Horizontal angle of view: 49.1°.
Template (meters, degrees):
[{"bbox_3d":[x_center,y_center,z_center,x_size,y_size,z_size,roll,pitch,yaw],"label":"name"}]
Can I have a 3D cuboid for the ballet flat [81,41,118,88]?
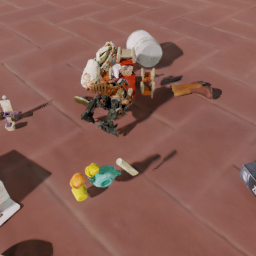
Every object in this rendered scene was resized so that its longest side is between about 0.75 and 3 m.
[{"bbox_3d":[-1.391,-3.011,12.886,1.002,0.847,2.650,20,62,24],"label":"ballet flat"}]

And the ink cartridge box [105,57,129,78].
[{"bbox_3d":[-0.544,-3.001,13.598,0.921,0.534,1.248,-30,51,-28],"label":"ink cartridge box"}]

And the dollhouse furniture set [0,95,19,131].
[{"bbox_3d":[-5.037,-0.571,10.475,1.476,1.048,1.170,-6,42,-7],"label":"dollhouse furniture set"}]

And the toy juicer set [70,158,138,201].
[{"bbox_3d":[-0.737,1.237,7.871,1.979,1.259,0.539,-23,52,-10],"label":"toy juicer set"}]

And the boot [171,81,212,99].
[{"bbox_3d":[2.717,-1.590,12.036,1.511,0.517,1.422,-9,43,-8],"label":"boot"}]

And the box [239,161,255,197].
[{"bbox_3d":[4.987,1.686,8.310,2.517,0.548,2.016,-12,43,-13],"label":"box"}]

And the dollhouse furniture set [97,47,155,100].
[{"bbox_3d":[-0.054,-2.259,12.245,2.347,1.209,2.322,1,68,1],"label":"dollhouse furniture set"}]

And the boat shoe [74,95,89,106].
[{"bbox_3d":[-1.781,-1.134,11.612,1.055,0.386,0.342,25,53,26],"label":"boat shoe"}]

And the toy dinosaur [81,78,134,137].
[{"bbox_3d":[-0.750,-0.981,10.037,1.529,2.992,2.031,29,93,43],"label":"toy dinosaur"}]

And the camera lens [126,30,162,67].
[{"bbox_3d":[0.798,-4.016,14.110,1.378,1.378,1.723,-15,44,-16],"label":"camera lens"}]

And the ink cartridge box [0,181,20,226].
[{"bbox_3d":[-4.440,1.880,7.876,2.459,0.834,1.416,24,47,25],"label":"ink cartridge box"}]
